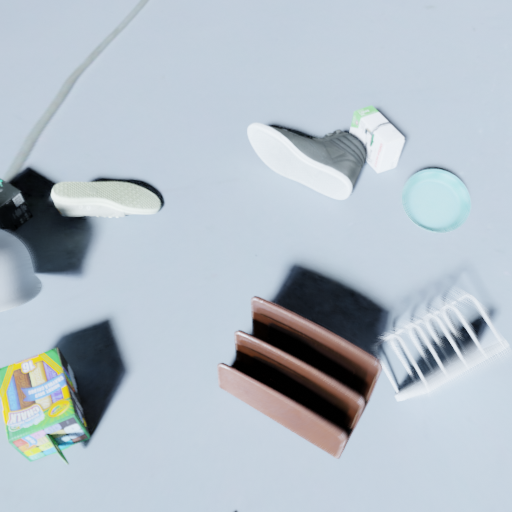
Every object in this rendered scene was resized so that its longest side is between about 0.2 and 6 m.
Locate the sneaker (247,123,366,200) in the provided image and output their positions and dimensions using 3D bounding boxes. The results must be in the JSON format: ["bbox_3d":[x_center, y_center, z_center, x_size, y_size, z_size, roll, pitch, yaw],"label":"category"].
[{"bbox_3d":[1.225,-2.447,12.831,2.831,1.001,1.404,32,57,15],"label":"sneaker"}]

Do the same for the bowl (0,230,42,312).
[{"bbox_3d":[-5.306,0.012,9.780,2.919,1.312,2.919,4,13,-1],"label":"bowl"}]

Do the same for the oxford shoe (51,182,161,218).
[{"bbox_3d":[-3.209,-1.140,12.054,2.259,0.652,0.849,2,45,-17],"label":"oxford shoe"}]

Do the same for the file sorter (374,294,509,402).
[{"bbox_3d":[3.026,1.543,9.459,1.703,1.182,1.060,-23,74,-18],"label":"file sorter"}]

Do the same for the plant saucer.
[{"bbox_3d":[3.832,-1.144,12.034,1.472,0.265,1.472,0,72,-1],"label":"plant saucer"}]

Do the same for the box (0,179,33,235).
[{"bbox_3d":[-5.495,-1.134,11.861,1.147,0.852,0.713,29,58,20],"label":"box"}]

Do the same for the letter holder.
[{"bbox_3d":[0.646,1.907,9.050,2.362,1.679,1.188,27,57,18],"label":"letter holder"}]

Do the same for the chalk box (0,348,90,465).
[{"bbox_3d":[-3.369,2.547,8.965,1.039,1.046,1.676,-19,54,-14],"label":"chalk box"}]

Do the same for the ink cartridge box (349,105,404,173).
[{"bbox_3d":[2.757,-2.695,12.985,0.543,0.941,1.288,-21,55,-18],"label":"ink cartridge box"}]
